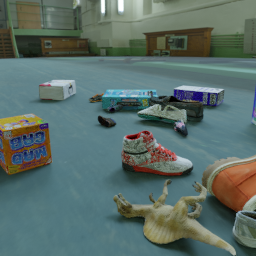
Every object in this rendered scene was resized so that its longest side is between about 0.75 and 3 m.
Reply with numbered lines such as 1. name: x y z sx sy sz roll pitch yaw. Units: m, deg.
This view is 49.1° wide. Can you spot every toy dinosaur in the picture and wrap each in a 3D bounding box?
1. toy dinosaur: 0.905 1.590 4.942 2.518 0.733 1.273 7 34 43

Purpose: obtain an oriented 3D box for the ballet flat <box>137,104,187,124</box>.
1. ballet flat: 1.372 -0.592 11.129 2.059 0.715 0.715 11 21 28

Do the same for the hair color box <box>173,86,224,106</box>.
1. hair color box: 3.666 -1.693 14.536 2.298 0.745 1.256 9 19 32

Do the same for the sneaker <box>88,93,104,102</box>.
1. sneaker: -1.661 -1.616 14.863 0.990 0.382 0.387 -14 25 -33

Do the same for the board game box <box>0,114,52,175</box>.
1. board game box: -2.856 0.374 7.493 1.159 1.159 1.160 -14 23 -36

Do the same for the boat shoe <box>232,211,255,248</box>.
1. boat shoe: 2.596 1.632 4.671 1.645 0.528 0.606 0 18 1

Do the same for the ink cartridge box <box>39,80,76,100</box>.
1. ink cartridge box: -3.962 -2.187 15.886 1.431 0.830 1.939 2 20 9

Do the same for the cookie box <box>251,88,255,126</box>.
1. cookie box: 5.188 -0.837 10.201 0.669 1.780 1.522 0 18 1

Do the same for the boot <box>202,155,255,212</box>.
1. boot: 3.063 1.107 5.742 2.694 1.011 1.445 -15 24 -16

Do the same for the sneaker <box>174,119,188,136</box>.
1. sneaker: 1.873 0.049 9.989 0.424 0.363 1.034 -23 18 12

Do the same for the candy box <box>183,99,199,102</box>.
1. candy box: 3.072 -1.228 13.904 0.824 0.228 0.475 10 22 27

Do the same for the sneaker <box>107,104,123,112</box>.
1. sneaker: -0.542 -0.872 12.731 0.769 0.286 0.336 -18 15 -20

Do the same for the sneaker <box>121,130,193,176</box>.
1. sneaker: 0.740 0.608 7.061 1.842 0.987 0.615 3 18 8

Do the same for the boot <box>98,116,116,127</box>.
1. boot: -0.828 -0.257 10.920 0.414 0.319 0.854 -2 25 -40

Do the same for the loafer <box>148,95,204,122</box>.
1. loafer: 2.039 -1.059 11.920 2.606 0.820 0.936 22 37 32

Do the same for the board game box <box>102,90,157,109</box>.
1. board game box: 0.129 -1.439 13.920 2.607 0.612 1.968 1 18 3
